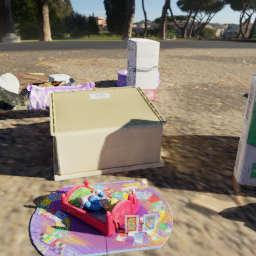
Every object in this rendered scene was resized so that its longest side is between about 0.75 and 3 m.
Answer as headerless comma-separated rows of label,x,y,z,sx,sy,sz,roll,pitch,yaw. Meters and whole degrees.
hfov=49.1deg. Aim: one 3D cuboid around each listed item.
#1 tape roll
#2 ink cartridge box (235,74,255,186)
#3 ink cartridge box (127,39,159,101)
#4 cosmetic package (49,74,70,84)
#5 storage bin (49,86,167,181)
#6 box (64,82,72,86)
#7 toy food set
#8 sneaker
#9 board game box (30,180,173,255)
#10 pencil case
tape roll,0.537,-2.585,14.623,2.145,0.704,2.145,0,20,0
ink cartridge box,3.666,0.163,5.327,2.803,2.256,0.702,5,26,13
ink cartridge box,0.578,-2.547,12.102,1.031,2.431,1.771,-4,22,-11
cosmetic package,-3.611,-2.509,14.699,0.826,0.509,0.829,-15,24,-34
storage bin,-0.647,-0.083,6.999,2.496,1.170,2.478,-6,31,-13
box,-2.570,-1.506,11.801,0.189,0.706,1.166,9,21,-2
toy food set,-3.357,-1.769,11.892,2.365,0.475,1.633,-25,27,-13
sneaker,-4.979,-1.282,11.175,1.050,1.041,2.898,-42,31,10
board game box,-0.446,1.296,4.894,2.439,0.475,1.927,-3,21,-8
pencil case,-2.297,-1.114,9.675,2.253,0.963,0.945,-5,40,-11
